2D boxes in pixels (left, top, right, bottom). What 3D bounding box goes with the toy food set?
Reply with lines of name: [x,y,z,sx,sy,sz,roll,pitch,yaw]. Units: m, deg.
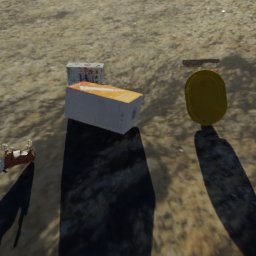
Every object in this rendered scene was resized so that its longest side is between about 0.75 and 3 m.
toy food set: [2.262,-1.084,8.189,1.146,1.948,0.636,-5,11,20]

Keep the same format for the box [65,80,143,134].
box: [-0.682,-0.638,7.892,1.849,0.901,1.150,16,24,17]

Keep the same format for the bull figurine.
bull figurine: [-2.752,0.701,6.810,0.360,0.672,1.107,31,28,31]

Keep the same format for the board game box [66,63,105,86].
board game box: [-1.326,-1.608,8.904,1.140,0.841,0.366,2,33,2]
